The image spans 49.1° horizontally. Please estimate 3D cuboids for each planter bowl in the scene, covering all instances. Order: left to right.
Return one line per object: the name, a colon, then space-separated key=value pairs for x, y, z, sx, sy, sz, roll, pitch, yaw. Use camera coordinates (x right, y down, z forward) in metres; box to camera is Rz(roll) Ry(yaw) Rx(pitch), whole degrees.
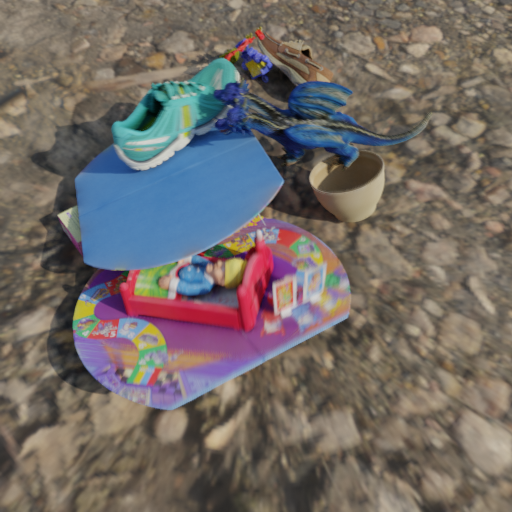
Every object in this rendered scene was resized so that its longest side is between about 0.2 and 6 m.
planter bowl: x=1.693 y=-1.170 z=10.077 sx=1.315 sy=0.885 sz=1.315 roll=-13 pitch=38 yaw=10

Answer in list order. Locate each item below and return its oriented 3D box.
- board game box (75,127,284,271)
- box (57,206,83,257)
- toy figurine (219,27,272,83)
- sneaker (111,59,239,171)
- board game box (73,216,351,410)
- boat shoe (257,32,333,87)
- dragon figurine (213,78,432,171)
board game box: x=-1.400 y=-1.067 z=9.873 sx=3.349 sy=0.825 sz=4.239 roll=-24 pitch=43 yaw=-2
box: x=-2.901 y=-0.554 z=9.992 sx=0.918 sy=0.444 sz=0.807 roll=-32 pitch=58 yaw=-22
toy figurine: x=-0.199 y=-4.319 z=12.832 sx=0.949 sy=1.078 sz=1.800 roll=-51 pitch=23 yaw=-19
sneaker: x=-1.356 y=-2.607 z=9.818 sx=2.705 sy=1.077 sz=1.048 roll=-44 pitch=58 yaw=-15
board game box: x=-0.765 y=0.274 z=8.544 sx=4.285 sy=0.834 sz=3.386 roll=-24 pitch=42 yaw=-20
boat shoe: x=0.910 y=-4.396 z=12.592 sx=2.274 sy=0.816 sz=0.861 roll=49 pitch=22 yaw=23
dragon figurine: x=1.077 y=-2.232 z=9.518 sx=3.659 sy=1.819 sz=1.077 roll=6 pitch=84 yaw=15
